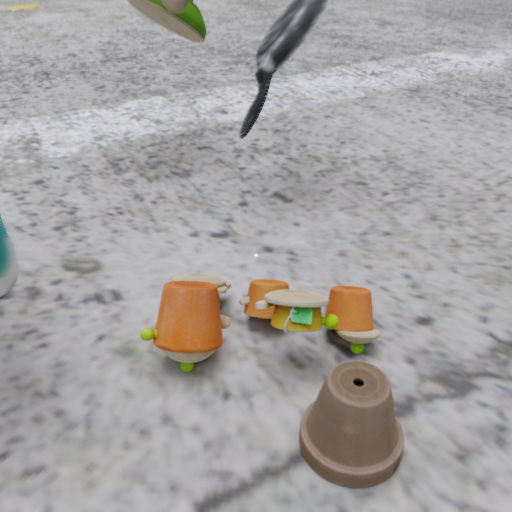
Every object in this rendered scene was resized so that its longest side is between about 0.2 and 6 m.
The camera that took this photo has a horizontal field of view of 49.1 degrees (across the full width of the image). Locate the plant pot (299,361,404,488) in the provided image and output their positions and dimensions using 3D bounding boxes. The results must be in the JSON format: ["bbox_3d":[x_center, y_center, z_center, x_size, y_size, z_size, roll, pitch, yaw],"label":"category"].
[{"bbox_3d":[1.005,1.623,5.711,1.095,0.955,1.095,1,35,-1],"label":"plant pot"}]

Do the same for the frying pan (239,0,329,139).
[{"bbox_3d":[0.238,-3.367,9.657,0.485,2.980,1.802,35,1,-20],"label":"frying pan"}]

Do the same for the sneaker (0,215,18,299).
[{"bbox_3d":[-3.528,-1.096,5.331,3.203,1.934,1.339,42,56,19],"label":"sneaker"}]

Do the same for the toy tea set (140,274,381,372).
[{"bbox_3d":[0.073,0.902,7.075,2.947,1.091,1.753,4,4,12],"label":"toy tea set"}]

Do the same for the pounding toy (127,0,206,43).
[{"bbox_3d":[-1.598,-4.994,10.595,1.677,1.008,2.172,28,7,7],"label":"pounding toy"}]
